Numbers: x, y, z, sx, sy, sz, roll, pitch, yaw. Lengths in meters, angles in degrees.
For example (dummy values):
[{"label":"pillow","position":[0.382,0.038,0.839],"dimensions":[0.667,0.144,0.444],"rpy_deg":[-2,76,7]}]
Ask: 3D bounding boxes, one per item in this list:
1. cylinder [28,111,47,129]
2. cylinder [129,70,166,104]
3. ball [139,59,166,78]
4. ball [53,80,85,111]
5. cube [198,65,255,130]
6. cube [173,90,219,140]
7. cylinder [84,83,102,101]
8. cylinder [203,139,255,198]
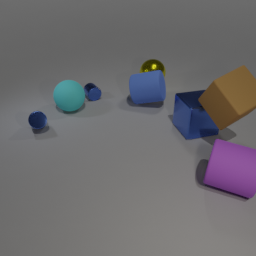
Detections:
[{"label":"cylinder","position":[-3.596,-0.308,11.196],"dimensions":[0.700,0.700,0.700],"rpy_deg":[-10,2,-15]},{"label":"cylinder","position":[0.930,-1.884,13.023],"dimensions":[1.400,1.400,1.400],"rpy_deg":[-5,29,20]},{"label":"ball","position":[1.314,-2.970,14.963],"dimensions":[1.400,1.400,1.400],"rpy_deg":[0,32,0]},{"label":"ball","position":[-2.638,-1.450,12.599],"dimensions":[1.400,1.400,1.400],"rpy_deg":[0,32,0]},{"label":"cube","position":[3.572,-1.013,9.630],"dimensions":[1.400,1.400,1.400],"rpy_deg":[-28,75,-18]},{"label":"cube","position":[2.734,-0.557,11.146],"dimensions":[1.400,1.400,1.400],"rpy_deg":[-9,33,-14]},{"label":"cylinder","position":[-1.757,-1.791,13.823],"dimensions":[0.700,0.700,0.700],"rpy_deg":[-16,35,-24]},{"label":"cylinder","position":[3.098,1.170,8.254],"dimensions":[1.400,1.400,1.400],"rpy_deg":[16,35,18]}]
